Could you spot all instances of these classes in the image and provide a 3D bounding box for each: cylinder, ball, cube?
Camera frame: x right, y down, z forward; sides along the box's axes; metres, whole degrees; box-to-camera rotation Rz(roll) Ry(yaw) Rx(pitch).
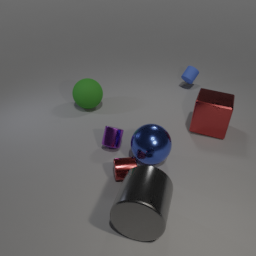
[{"bbox_3d":[0.393,1.926,7.304,1.400,1.400,1.400,8,33,13],"label":"cylinder"},{"bbox_3d":[-0.092,1.298,8.988,0.700,0.700,0.700,-5,32,-7],"label":"cylinder"},{"bbox_3d":[3.320,-2.846,14.967,0.700,0.700,0.700,31,85,40],"label":"cylinder"},{"bbox_3d":[0.786,0.548,9.554,1.400,1.400,1.400,0,32,0],"label":"ball"},{"bbox_3d":[-0.568,0.328,10.345,0.700,0.700,0.700,13,3,-1],"label":"cylinder"},{"bbox_3d":[3.396,-0.610,11.326,1.400,1.400,1.400,15,33,15],"label":"cube"},{"bbox_3d":[-1.860,-1.590,12.952,1.400,1.400,1.400,0,32,0],"label":"ball"}]
